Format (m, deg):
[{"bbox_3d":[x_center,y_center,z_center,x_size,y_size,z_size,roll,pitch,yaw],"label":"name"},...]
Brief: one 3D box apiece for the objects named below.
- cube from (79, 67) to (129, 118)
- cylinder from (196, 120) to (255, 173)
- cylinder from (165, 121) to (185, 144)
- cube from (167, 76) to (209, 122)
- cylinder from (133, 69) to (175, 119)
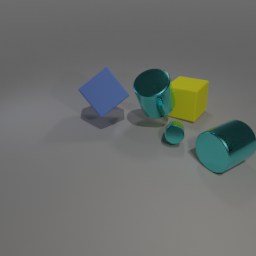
[{"bbox_3d":[-0.963,-1.400,11.255,1.400,1.400,1.400,-39,7,-1],"label":"cube"},{"bbox_3d":[3.216,0.579,9.228,1.400,1.400,1.400,-20,37,-28],"label":"cylinder"},{"bbox_3d":[1.724,0.152,10.328,0.700,0.700,0.700,6,16,9],"label":"cylinder"},{"bbox_3d":[2.558,-1.295,12.210,1.400,1.400,1.400,16,35,30],"label":"cube"},{"bbox_3d":[1.042,-1.313,10.831,1.400,1.400,1.400,-9,55,13],"label":"cylinder"}]
